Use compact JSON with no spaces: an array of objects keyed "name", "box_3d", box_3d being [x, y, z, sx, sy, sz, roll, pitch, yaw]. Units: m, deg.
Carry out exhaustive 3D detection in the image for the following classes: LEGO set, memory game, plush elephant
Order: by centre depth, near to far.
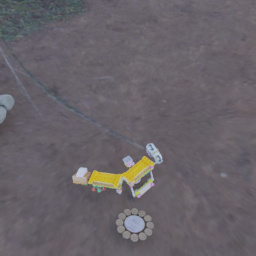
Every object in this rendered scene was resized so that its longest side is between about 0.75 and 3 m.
[{"name":"memory game","box_3d":[0.151,2.145,6.245,0.860,0.055,0.860,5,34,-3]},{"name":"LEGO set","box_3d":[-0.147,1.229,6.659,2.183,0.812,1.004,-20,42,-5]},{"name":"plush elephant","box_3d":[-3.914,-0.560,7.725,1.559,1.207,1.284,20,68,34]}]
